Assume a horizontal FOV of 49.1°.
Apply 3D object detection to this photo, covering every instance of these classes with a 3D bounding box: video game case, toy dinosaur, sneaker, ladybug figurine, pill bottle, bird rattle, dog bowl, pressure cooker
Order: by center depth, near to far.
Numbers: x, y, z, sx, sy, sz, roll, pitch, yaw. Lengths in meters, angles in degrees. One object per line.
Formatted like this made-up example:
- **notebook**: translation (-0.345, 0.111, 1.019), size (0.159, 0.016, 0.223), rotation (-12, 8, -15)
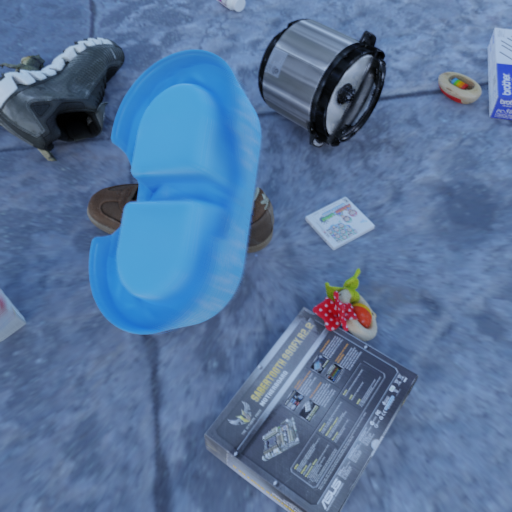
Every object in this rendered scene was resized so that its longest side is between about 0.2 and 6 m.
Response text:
- **dog bowl**: translation (-0.969, -0.763, 7.222), size (2.017, 0.897, 3.618), rotation (2, 78, 31)
- **bird rattle**: translation (1.322, 0.728, 7.594), size (0.959, 0.663, 1.177), rotation (45, 22, -11)
- **sneaker**: translation (-1.194, -0.862, 8.649), size (3.007, 1.136, 1.059), rotation (7, 53, 5)
- **video game case**: translation (1.350, -0.538, 9.056), size (0.839, 0.099, 0.764), rotation (-27, 58, -19)
- **pressure cooker**: translation (1.249, -3.003, 9.881), size (2.012, 1.769, 1.797), rotation (37, 64, 28)
- **sneaker**: translation (-3.264, -2.870, 10.235), size (1.573, 1.155, 3.476), rotation (41, 41, -5)
- **toy dinosaur**: translation (-4.600, -2.918, 10.517), size (1.377, 0.741, 3.124), rotation (-9, 56, -15)
- **ladybug figurine**: translation (3.953, -3.273, 10.973), size (0.633, 0.336, 0.933), rotation (-31, 59, -21)
- **pill bottle**: translation (-0.597, -5.954, 12.945), size (0.427, 0.427, 0.760), rotation (-33, 60, -22)

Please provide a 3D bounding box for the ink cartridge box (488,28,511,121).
- **ink cartridge box**: translation (5.253, -3.605, 11.101), size (1.130, 0.531, 2.403), rotation (10, 54, 8)

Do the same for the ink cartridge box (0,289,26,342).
- **ink cartridge box**: translation (-3.637, 0.582, 7.387), size (0.507, 1.224, 0.892), rotation (-40, 79, -19)

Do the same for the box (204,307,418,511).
- **box**: translation (0.703, 1.929, 6.915), size (1.740, 0.531, 2.197), rotation (29, 58, 20)
